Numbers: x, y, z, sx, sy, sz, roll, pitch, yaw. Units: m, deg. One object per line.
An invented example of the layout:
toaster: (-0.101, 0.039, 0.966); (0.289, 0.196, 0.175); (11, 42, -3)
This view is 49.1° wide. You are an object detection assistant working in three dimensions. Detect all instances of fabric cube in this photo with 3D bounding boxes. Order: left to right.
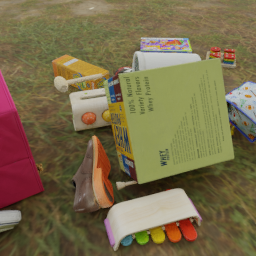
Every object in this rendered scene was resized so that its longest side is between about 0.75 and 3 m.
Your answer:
fabric cube: (-4.251, 0.391, 7.197); (2.967, 2.977, 2.920); (-21, 44, -22)

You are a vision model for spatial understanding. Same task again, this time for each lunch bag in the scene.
lunch bag: (3.988, -0.625, 9.055); (1.449, 1.055, 1.704); (-32, 66, -19)

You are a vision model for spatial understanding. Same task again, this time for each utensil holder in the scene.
utensil holder: (1.452, -1.916, 10.890); (2.378, 2.021, 2.021); (-1, 38, -7)

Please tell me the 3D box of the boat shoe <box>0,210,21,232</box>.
boat shoe: (-3.767, 2.440, 6.347); (2.558, 0.921, 0.794); (-5, 80, -26)

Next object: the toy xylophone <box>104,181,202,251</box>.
toy xylophone: (0.591, 2.029, 6.998); (2.405, 0.604, 1.761); (-6, 39, -7)

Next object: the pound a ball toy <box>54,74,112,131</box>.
pound a ball toy: (-0.964, -0.906, 9.696); (2.844, 1.855, 1.208); (-10, 39, -13)

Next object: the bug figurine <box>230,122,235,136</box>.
bug figurine: (2.787, -0.267, 9.788); (2.223, 0.738, 2.867); (30, 47, 32)

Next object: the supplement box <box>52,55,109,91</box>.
supplement box: (-2.068, -2.325, 12.251); (2.735, 0.910, 0.941); (25, 45, 29)

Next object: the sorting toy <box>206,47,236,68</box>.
sorting toy: (4.739, -3.640, 14.227); (1.437, 0.503, 1.446); (9, 40, 12)

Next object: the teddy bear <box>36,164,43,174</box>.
teddy bear: (-2.554, 1.251, 7.708); (0.572, 0.263, 0.788); (-54, 14, -9)

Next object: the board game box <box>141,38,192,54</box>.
board game box: (1.962, -4.171, 14.835); (2.598, 0.582, 1.747); (1, 38, 2)

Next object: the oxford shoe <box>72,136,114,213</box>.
oxford shoe: (-1.093, 1.157, 7.833); (1.031, 1.008, 2.828); (-23, 28, 5)

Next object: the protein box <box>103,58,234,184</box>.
protein box: (1.050, -0.266, 7.780); (2.751, 2.731, 1.856); (-12, 6, -15)

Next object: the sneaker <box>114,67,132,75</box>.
sneaker: (0.134, -2.448, 12.706); (1.473, 0.521, 0.720); (-5, 37, -9)
